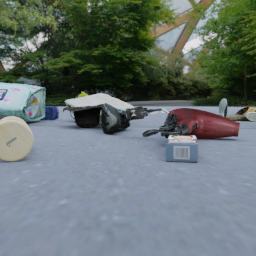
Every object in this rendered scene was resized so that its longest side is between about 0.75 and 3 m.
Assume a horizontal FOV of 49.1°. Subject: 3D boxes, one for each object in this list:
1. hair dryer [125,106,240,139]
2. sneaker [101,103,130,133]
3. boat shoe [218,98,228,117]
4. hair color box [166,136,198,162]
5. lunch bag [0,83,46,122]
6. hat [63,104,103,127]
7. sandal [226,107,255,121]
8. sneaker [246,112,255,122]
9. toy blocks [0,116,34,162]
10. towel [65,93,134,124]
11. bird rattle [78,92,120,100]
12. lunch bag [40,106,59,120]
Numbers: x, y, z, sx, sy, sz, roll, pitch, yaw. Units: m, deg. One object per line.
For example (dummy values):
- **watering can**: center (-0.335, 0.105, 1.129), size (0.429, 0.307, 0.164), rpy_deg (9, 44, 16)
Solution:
- **hair dryer**: center (1.290, 0.039, 6.096), size (2.546, 0.692, 1.939), rpy_deg (-2, 19, -17)
- **sneaker**: center (-0.335, -0.310, 8.124), size (0.870, 0.828, 2.195), rpy_deg (1, 6, -6)
- **boat shoe**: center (3.676, -0.695, 10.762), size (0.262, 0.868, 0.328), rpy_deg (5, 12, -31)
- **hair color box**: center (0.851, 0.305, 4.415), size (0.461, 0.282, 0.932), rpy_deg (1, 5, 11)
- **lunch bag**: center (-4.686, -0.978, 11.003), size (2.271, 1.625, 2.666), rpy_deg (6, 12, 1)
- **hat**: center (-1.327, -0.388, 9.377), size (1.809, 0.730, 1.809), rpy_deg (-6, 7, 1)
- **sandal**: center (5.243, -0.648, 12.590), size (2.345, 0.633, 0.942), rpy_deg (-1, 5, -6)
- **sneaker**: center (5.600, -0.453, 11.982), size (1.072, 0.402, 0.453), rpy_deg (12, 10, 16)
- **toy blocks**: center (-2.341, 0.124, 4.588), size (1.414, 0.616, 1.697), rpy_deg (-2, 6, -23)
- **towel**: center (-1.234, -0.805, 11.453), size (1.922, 0.500, 2.900), rpy_deg (-17, 26, -27)
- **bird rattle**: center (-1.380, -0.729, 13.120), size (2.354, 1.326, 1.919), rpy_deg (16, 21, 7)
- **lunch bag**: center (-3.671, -0.698, 13.046), size (0.952, 0.646, 0.630), rpy_deg (1, 5, 9)
